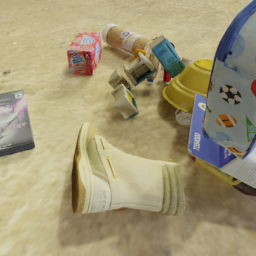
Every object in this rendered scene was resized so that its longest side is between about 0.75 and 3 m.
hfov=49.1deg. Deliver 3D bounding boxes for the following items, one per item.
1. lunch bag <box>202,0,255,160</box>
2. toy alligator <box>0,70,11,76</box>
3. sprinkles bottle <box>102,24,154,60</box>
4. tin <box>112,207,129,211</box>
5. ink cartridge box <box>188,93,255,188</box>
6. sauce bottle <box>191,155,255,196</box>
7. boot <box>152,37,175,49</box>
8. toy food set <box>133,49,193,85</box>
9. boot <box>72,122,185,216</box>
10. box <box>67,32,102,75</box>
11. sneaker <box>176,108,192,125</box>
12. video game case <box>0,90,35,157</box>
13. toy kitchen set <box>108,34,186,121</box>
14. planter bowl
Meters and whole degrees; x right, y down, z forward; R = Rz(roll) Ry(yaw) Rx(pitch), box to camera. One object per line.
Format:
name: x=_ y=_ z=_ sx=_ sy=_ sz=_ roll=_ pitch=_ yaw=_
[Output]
lunch bag: x=2.038 y=-0.817 z=4.152 sx=0.970 sy=2.567 sz=2.057 roll=35 pitch=66 yaw=25
toy alligator: x=-4.577 y=-1.326 z=9.063 sx=2.091 sy=0.620 sz=0.567 roll=-37 pitch=94 yaw=-42
sprinkles bottle: x=0.035 y=-3.510 z=11.481 sx=0.892 sy=0.892 sz=2.613 roll=-29 pitch=47 yaw=-31
tin: x=-0.443 y=1.365 z=5.888 sx=1.215 sy=0.254 sz=0.680 roll=7 pitch=43 yaw=8
ink cartridge box: x=2.749 y=0.242 z=5.952 sx=2.854 sy=0.618 sz=2.803 roll=28 pitch=33 yaw=-1
sauce bottle: x=2.396 y=0.949 z=6.024 sx=2.150 sy=0.710 sz=0.710 roll=32 pitch=49 yaw=32
boot: x=1.594 y=-3.718 z=12.151 sx=1.222 sy=0.426 sz=0.804 roll=24 pitch=39 yaw=21
toy food set: x=1.328 y=-2.064 z=9.883 sx=2.293 sy=1.032 sz=1.094 roll=1 pitch=21 yaw=-27
boot: x=-0.081 y=0.781 z=5.901 sx=2.102 sy=0.985 sz=2.705 roll=7 pitch=22 yaw=-13
box: x=-1.598 y=-2.854 z=10.594 sx=0.917 sy=0.957 sz=1.920 roll=4 pitch=38 yaw=5
sneaker: x=2.195 y=-0.613 z=7.999 sx=1.664 sy=0.664 sz=1.083 roll=-4 pitch=46 yaw=11
video game case: x=-3.754 y=-0.140 z=7.760 sx=1.977 sy=0.263 sz=2.768 roll=-14 pitch=40 yaw=-17
toy kitchen set: x=0.691 y=-1.339 z=8.354 sx=2.201 sy=1.297 sz=1.763 roll=-34 pitch=37 yaw=17
planter bowl: x=2.410 y=-1.314 z=8.159 sx=2.661 sy=1.108 sz=2.661 roll=5 pitch=30 yaw=-3
